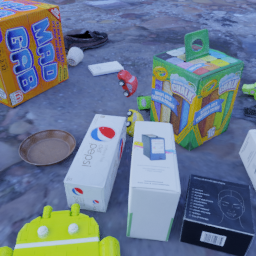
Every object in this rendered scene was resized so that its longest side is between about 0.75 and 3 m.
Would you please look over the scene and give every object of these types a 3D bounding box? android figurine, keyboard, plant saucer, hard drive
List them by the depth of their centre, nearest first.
[{"bbox_3d":[-1.288,2.472,5.065,2.337,0.527,2.567,-3,38,-3],"label":"android figurine"},{"bbox_3d":[-2.227,0.588,7.849,1.547,0.283,1.547,0,35,0],"label":"plant saucer"},{"bbox_3d":[4.643,-0.559,9.565,1.296,0.133,0.824,11,37,13],"label":"keyboard"},{"bbox_3d":[-0.983,-2.632,12.377,1.358,0.172,0.896,-14,38,-18],"label":"hard drive"}]

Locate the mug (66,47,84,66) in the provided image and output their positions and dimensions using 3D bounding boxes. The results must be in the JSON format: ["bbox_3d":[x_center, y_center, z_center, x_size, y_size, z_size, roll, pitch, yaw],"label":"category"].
[{"bbox_3d":[-2.510,-3.148,12.832,0.708,0.884,0.726,29,44,-15],"label":"mug"}]

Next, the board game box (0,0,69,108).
[{"bbox_3d":[-4.437,-2.999,10.540,2.900,2.897,2.898,22,41,27],"label":"board game box"}]

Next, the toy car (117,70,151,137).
[{"bbox_3d":[0.410,-0.822,8.936,0.455,2.040,1.920,-7,3,28],"label":"toy car"}]

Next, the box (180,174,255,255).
[{"bbox_3d":[1.811,1.752,5.790,1.289,0.799,1.267,10,37,13],"label":"box"}]

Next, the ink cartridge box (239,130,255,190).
[{"bbox_3d":[3.778,1.104,6.332,1.623,0.942,2.249,-2,45,-3],"label":"ink cartridge box"}]

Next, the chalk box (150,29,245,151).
[{"bbox_3d":[1.914,-1.231,8.054,1.850,2.964,1.837,-23,42,-29],"label":"chalk box"}]

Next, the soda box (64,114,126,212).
[{"bbox_3d":[-0.708,0.746,7.132,0.923,0.863,2.711,6,37,8],"label":"soda box"}]

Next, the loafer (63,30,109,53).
[{"bbox_3d":[-2.127,-4.638,14.519,1.026,0.899,2.855,29,45,34],"label":"loafer"}]

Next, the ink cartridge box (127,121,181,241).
[{"bbox_3d":[0.500,1.056,6.088,0.926,1.537,2.116,6,36,2],"label":"ink cartridge box"}]

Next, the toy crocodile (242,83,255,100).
[{"bbox_3d":[5.218,-1.287,10.128,2.066,0.638,0.697,18,40,24],"label":"toy crocodile"}]
